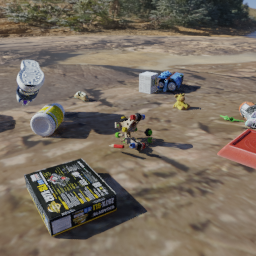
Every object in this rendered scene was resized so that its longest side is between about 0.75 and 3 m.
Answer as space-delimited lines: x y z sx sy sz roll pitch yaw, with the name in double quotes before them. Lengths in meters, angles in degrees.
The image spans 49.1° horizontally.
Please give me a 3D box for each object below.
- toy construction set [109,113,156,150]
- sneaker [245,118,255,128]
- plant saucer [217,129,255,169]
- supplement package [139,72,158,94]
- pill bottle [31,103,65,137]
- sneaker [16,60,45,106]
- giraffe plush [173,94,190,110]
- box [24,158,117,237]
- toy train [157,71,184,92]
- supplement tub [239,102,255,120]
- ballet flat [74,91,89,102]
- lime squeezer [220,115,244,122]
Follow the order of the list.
"toy construction set" -0.083 0.217 9.754 1.194 1.296 1.554 -1 24 48
"sneaker" 5.255 -0.089 11.010 1.060 0.412 0.741 -2 23 -3
"plant saucer" 4.491 0.689 9.244 2.249 0.414 2.253 20 30 38
"supplement package" 1.165 -2.580 15.938 0.784 1.040 0.790 16 28 33
"pill bottle" -3.087 -0.396 11.055 0.933 0.933 1.660 2 24 5
"sneaker" -4.089 -1.538 11.618 1.024 1.861 2.542 2 33 -23
"giraffe plush" 2.552 -1.295 13.460 0.821 0.666 0.709 18 29 35
"box" -1.494 1.591 7.048 1.663 0.514 2.083 -16 28 -29
"toy train" 2.496 -2.758 16.556 1.246 0.946 2.182 15 27 18
"supplement tub" 5.245 -0.642 11.857 0.755 0.755 1.232 -1 23 -2
"ballet flat" -2.458 -1.729 14.784 0.434 0.402 1.231 -25 33 -38
"lime squeezer" 4.398 -0.385 12.063 1.064 0.201 0.376 19 -1 39
